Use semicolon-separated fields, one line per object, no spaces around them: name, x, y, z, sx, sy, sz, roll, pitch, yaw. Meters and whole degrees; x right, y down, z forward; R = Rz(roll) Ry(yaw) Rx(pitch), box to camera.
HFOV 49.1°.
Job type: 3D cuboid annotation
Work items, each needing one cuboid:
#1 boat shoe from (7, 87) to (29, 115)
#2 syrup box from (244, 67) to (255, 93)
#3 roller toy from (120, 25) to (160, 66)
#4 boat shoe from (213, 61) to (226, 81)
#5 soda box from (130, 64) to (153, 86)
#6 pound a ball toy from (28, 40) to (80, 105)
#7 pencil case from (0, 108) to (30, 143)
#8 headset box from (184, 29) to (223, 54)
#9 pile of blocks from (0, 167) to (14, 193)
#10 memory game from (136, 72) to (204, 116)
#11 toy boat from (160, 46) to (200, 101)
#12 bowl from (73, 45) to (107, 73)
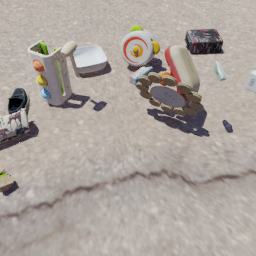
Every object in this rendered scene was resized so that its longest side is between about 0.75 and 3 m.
boat shoe;-4.650;-1.120;11.776;0.736;0.614;1.973;-7;47;-4
syrup box;6.350;-2.525;12.849;0.899;0.869;2.207;34;56;26
roller toy;0.519;-3.790;13.365;1.759;1.604;1.229;38;31;-2
boat shoe;3.126;-1.937;9.535;0.284;0.278;0.797;-1;63;-19
soda box;0.628;-2.499;13.150;0.426;0.396;1.247;34;57;26
pound a ball toy;-2.927;-2.169;11.204;1.860;2.853;1.212;24;52;19
pencil case;-4.846;0.034;10.517;2.348;0.914;1.050;-22;71;-18
headset box;3.904;-4.597;14.833;1.822;0.684;1.354;-3;48;-3
pile of blocks;-4.546;1.635;9.422;1.637;0.509;0.672;28;41;13
memory game;1.537;-1.208;10.518;2.688;2.688;0.171;19;71;16
toy boat;1.787;-1.977;10.563;1.356;2.075;1.354;-22;1;35
bowl;-1.946;-3.311;13.728;1.678;0.626;1.676;-16;50;-13
